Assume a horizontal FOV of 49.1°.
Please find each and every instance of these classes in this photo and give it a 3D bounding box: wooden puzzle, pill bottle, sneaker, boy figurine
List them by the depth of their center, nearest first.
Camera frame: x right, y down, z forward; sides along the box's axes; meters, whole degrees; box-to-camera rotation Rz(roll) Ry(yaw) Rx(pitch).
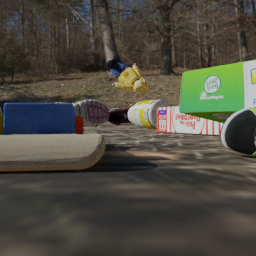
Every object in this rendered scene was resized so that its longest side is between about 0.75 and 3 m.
[{"bbox_3d":[1.086,0.026,1.728,0.974,0.349,0.403,0,2,14],"label":"sneaker"},{"bbox_3d":[-0.904,0.011,2.053,1.439,0.360,1.553,0,2,-6],"label":"wooden puzzle"},{"bbox_3d":[-0.012,-1.226,6.821,0.792,1.274,0.410,-39,-29,-8],"label":"boy figurine"},{"bbox_3d":[0.564,-0.377,7.820,0.775,0.775,1.384,-1,2,-28],"label":"pill bottle"},{"bbox_3d":[-2.183,-0.607,12.228,2.710,1.090,1.198,-2,-5,-20],"label":"sneaker"},{"bbox_3d":[0.210,-0.542,12.841,2.706,1.024,1.563,-10,5,10],"label":"sneaker"}]

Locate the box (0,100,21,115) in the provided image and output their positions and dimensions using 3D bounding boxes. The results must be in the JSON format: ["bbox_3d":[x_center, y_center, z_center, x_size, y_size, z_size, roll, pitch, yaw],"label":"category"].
[{"bbox_3d":[-3.843,-0.409,8.382,1.103,0.816,0.575,1,1,5],"label":"box"}]

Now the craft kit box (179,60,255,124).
[{"bbox_3d":[1.928,-0.196,2.557,2.057,0.505,2.083,13,-7,-38],"label":"craft kit box"}]

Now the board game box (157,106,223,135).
[{"bbox_3d":[1.921,-0.173,5.372,2.204,0.510,1.670,-1,2,-32],"label":"board game box"}]
